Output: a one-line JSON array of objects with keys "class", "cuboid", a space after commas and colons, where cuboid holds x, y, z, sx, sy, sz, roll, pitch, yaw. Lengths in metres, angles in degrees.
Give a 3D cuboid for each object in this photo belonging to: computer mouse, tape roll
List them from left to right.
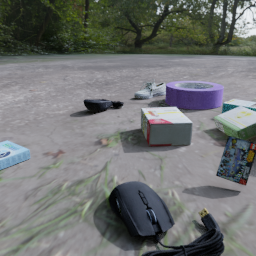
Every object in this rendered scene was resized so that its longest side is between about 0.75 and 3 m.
[{"class": "computer mouse", "cuboid": [-1.239, -1.023, 12.925, 1.385, 0.527, 1.999, 13, 12, 34]}, {"class": "computer mouse", "cuboid": [0.650, 1.503, 5.223, 1.718, 0.563, 2.446, -6, 20, -15]}, {"class": "tape roll", "cuboid": [3.327, -1.723, 14.204, 2.828, 0.928, 2.828, -1, 19, 0]}]

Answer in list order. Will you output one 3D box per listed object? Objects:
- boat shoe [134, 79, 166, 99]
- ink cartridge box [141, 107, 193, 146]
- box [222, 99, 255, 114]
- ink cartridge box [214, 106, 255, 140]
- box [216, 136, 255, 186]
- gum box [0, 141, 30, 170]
[{"class": "boat shoe", "cuboid": [1.285, -2.240, 15.619, 2.318, 0.988, 0.856, -14, 23, -36]}, {"class": "ink cartridge box", "cuboid": [1.234, -0.106, 9.599, 1.385, 0.796, 1.909, -2, 19, -6]}, {"class": "box", "cuboid": [5.247, -0.604, 11.327, 2.584, 0.635, 1.063, 17, 25, 41]}, {"class": "ink cartridge box", "cuboid": [4.423, -0.368, 9.777, 2.268, 0.544, 1.650, -24, 20, -3]}, {"class": "box", "cuboid": [2.513, 0.745, 6.447, 0.680, 0.994, 0.198, 17, -6, 23]}, {"class": "gum box", "cuboid": [-3.625, 0.800, 7.702, 1.168, 0.306, 1.375, 14, 23, 35]}]
